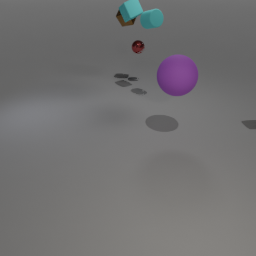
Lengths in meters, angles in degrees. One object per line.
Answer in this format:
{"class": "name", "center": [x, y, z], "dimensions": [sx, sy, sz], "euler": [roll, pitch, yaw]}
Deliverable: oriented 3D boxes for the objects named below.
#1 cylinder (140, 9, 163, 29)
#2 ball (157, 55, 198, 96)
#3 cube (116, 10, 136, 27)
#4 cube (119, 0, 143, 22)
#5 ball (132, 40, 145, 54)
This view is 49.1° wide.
{"class": "cylinder", "center": [0.966, -4.443, 11.439], "dimensions": [0.700, 0.700, 0.700], "euler": [-17, 20, -28]}
{"class": "ball", "center": [1.684, -1.787, 9.571], "dimensions": [1.400, 1.400, 1.400], "euler": [0, 28, 0]}
{"class": "cube", "center": [-0.063, -5.623, 14.019], "dimensions": [0.700, 0.700, 0.700], "euler": [4, 64, 34]}
{"class": "cube", "center": [0.122, -5.208, 12.354], "dimensions": [0.700, 0.700, 0.700], "euler": [-31, 16, -15]}
{"class": "ball", "center": [0.538, -4.325, 14.951], "dimensions": [0.700, 0.700, 0.700], "euler": [0, 28, 0]}
